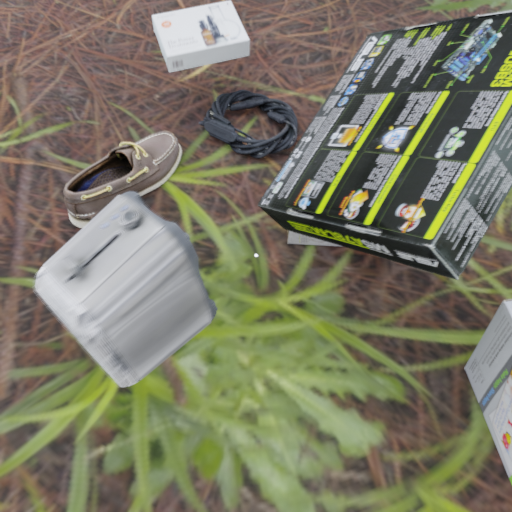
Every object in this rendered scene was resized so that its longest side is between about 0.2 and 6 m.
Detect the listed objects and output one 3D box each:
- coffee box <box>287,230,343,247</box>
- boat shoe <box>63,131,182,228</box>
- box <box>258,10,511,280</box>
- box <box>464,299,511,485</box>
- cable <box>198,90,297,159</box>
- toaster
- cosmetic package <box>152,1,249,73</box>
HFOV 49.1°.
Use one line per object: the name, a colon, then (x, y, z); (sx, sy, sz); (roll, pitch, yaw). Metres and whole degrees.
coffee box: (1.404, -0.735, 9.356); (1.761, 0.703, 0.995); (2, 52, 2)
boat shoe: (-2.309, -1.530, 9.944); (0.926, 0.767, 2.579); (33, 58, 23)
box: (1.722, -1.411, 6.425); (2.856, 0.703, 2.958); (20, 75, 52)
box: (3.276, 1.902, 6.583); (0.467, 1.769, 2.269); (-8, 53, -4)
cable: (-0.019, -2.625, 11.073); (1.992, 0.506, 1.625); (26, 51, 22)
toaster: (-1.313, 0.454, 5.931); (1.358, 2.103, 1.195); (-41, 60, -19)
cosmetic package: (-1.078, -4.278, 10.870); (1.628, 0.421, 1.227); (-16, 61, -11)
